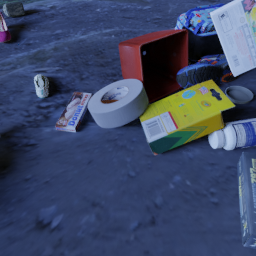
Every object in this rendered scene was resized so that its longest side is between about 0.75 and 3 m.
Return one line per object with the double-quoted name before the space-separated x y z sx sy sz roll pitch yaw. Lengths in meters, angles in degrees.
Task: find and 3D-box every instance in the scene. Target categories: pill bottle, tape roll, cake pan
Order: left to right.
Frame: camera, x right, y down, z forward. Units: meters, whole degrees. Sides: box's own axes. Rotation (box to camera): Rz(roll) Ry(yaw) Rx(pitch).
"tape roll" -0.289 -0.753 8.271 1.738 0.574 1.738 -18 32 12
"pill bottle" 2.923 0.188 7.557 1.364 0.757 0.757 -8 43 -8
"cake pan" 3.715 -1.100 9.402 0.902 0.165 0.902 0 42 0

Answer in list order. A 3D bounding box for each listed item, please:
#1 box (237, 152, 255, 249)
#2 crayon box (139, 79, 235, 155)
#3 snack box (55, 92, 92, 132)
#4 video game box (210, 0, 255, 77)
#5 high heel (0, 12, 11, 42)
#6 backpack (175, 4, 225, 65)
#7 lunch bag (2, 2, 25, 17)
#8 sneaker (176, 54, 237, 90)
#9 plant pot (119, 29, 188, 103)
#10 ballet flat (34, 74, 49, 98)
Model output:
"box" 3.405 1.618 6.137 1.760 0.569 2.232 9 44 8
"crayon box" 1.530 -0.334 7.645 2.343 0.595 1.488 -23 39 6
"snack box" -1.653 -0.538 8.752 0.624 0.211 1.735 7 43 8
"video game box" 2.613 -2.015 5.810 1.352 1.484 0.347 -21 27 20
"high heel" -5.816 -4.695 12.660 0.740 1.054 2.198 -13 44 -14
"backpack" 3.103 -3.989 11.356 2.471 1.821 2.707 -12 43 -12
"lunch bag" -6.003 -6.200 14.632 0.967 0.674 0.811 -24 29 -27
"sneaker" 2.746 -1.988 9.884 2.845 1.072 1.116 -17 37 -30
"plant pot" 0.745 -2.266 9.551 1.955 1.957 1.725 -25 36 -25
"ballet flat" -2.993 -1.584 9.720 0.508 0.508 1.415 -14 44 -14
